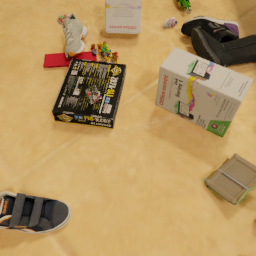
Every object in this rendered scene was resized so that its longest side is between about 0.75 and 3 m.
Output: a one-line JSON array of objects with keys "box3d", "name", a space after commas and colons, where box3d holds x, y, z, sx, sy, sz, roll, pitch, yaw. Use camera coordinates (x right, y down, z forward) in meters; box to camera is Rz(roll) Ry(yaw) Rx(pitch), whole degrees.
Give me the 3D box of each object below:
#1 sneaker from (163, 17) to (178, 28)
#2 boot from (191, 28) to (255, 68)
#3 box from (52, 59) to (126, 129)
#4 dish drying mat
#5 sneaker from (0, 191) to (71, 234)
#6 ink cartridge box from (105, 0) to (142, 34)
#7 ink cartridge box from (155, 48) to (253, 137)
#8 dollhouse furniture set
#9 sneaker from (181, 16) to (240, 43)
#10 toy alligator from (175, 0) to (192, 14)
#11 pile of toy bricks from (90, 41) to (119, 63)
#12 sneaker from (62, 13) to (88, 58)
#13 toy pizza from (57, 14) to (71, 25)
[{"box3d": [1.924, -4.690, 12.539, 0.831, 0.338, 0.366, -38, 61, -22], "name": "sneaker"}, {"box3d": [4.196, -3.437, 11.334, 2.710, 0.889, 2.234, -19, 66, -9], "name": "boot"}, {"box3d": [-1.299, -1.310, 10.064, 2.114, 0.653, 2.647, 8, 56, 3], "name": "box"}, {"box3d": [-2.318, -2.780, 11.334, 2.121, 0.193, 0.815, -5, 53, -2], "name": "dish drying mat"}, {"box3d": [-2.799, 2.251, 7.458, 2.448, 0.972, 0.960, -1, 54, -3], "name": "sneaker"}, {"box3d": [-0.178, -5.030, 11.713, 1.513, 2.050, 0.878, 4, 19, 3], "name": "ink cartridge box"}, {"box3d": [2.320, -1.147, 9.157, 2.664, 1.929, 1.118, 28, 60, 18], "name": "ink cartridge box"}, {"box3d": [3.722, 2.094, 7.871, 1.470, 1.136, 2.942, -38, 44, -15], "name": "dollhouse furniture set"}, {"box3d": [3.473, -3.976, 11.749, 2.444, 0.925, 1.070, 2, 61, 2], "name": "sneaker"}, {"box3d": [2.745, -5.915, 13.273, 0.563, 0.615, 2.075, 18, 45, -39], "name": "toy alligator"}, {"box3d": [-0.939, -3.128, 11.173, 0.735, 0.654, 1.326, -16, 56, -35], "name": "pile of toy bricks"}, {"box3d": [-2.294, -3.716, 11.179, 0.886, 1.076, 2.339, -20, 43, 17], "name": "sneaker"}, {"box3d": [-2.861, -5.043, 12.903, 0.816, 0.129, 0.816, 0, 56, 0], "name": "toy pizza"}]
